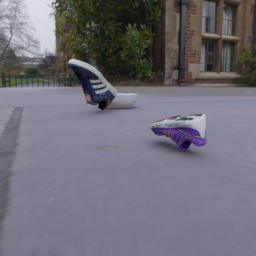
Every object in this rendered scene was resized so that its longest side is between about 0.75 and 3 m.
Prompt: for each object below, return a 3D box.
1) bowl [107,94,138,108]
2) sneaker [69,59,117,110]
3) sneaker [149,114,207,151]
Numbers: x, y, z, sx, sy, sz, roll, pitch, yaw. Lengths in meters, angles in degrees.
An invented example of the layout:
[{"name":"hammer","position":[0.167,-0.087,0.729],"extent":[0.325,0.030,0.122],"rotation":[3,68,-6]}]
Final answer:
[{"name":"bowl","position":[-0.456,-1.292,13.133],"extent":[1.740,0.650,1.738],"rotation":[-2,9,-8]},{"name":"sneaker","position":[-1.424,-1.538,10.716],"extent":[0.982,1.107,2.620],"rotation":[21,-12,41]},{"name":"sneaker","position":[0.931,0.116,5.440],"extent":[0.634,0.656,1.572],"rotation":[-15,6,-20]}]
